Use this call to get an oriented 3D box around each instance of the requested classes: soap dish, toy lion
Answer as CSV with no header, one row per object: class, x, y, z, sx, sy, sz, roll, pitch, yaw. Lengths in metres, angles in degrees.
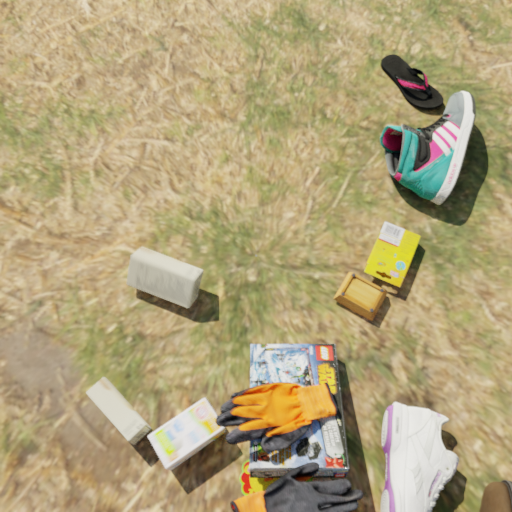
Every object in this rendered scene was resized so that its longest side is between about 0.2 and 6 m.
soap dish,2.076,0.775,11.095,0.876,0.356,0.689,30,69,12
toy lion,0.442,3.870,9.598,1.299,0.465,1.355,-42,58,-11

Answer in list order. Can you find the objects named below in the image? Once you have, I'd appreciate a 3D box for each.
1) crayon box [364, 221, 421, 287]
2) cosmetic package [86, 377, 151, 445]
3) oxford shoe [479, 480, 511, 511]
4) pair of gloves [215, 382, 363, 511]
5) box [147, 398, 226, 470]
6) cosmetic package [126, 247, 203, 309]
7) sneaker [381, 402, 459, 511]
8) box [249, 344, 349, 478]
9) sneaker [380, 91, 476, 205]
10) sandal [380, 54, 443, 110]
crayon box,2.755,0.007,11.455,0.805,0.322,1.269,24,67,10
cosmetic package,-2.461,2.783,10.058,1.191,0.627,0.423,43,72,15
oxford shoe,3.303,4.967,8.783,1.357,1.169,3.216,24,68,12
pair of gloves,0.515,3.133,8.783,2.111,0.293,2.369,-2,61,-20
box,-1.204,3.141,9.893,1.195,0.605,0.672,-31,71,-13
cosmetic package,-1.797,0.419,11.005,1.373,0.722,0.488,22,29,9
sneaker,2.778,3.828,9.381,1.317,0.990,2.644,6,66,3
box,0.687,2.650,9.839,1.617,0.471,2.361,0,49,1
sneaker,3.635,-2.613,12.222,1.705,1.181,2.824,21,68,-1
sandal,3.668,-4.175,13.268,0.720,0.432,1.918,-32,70,-13
